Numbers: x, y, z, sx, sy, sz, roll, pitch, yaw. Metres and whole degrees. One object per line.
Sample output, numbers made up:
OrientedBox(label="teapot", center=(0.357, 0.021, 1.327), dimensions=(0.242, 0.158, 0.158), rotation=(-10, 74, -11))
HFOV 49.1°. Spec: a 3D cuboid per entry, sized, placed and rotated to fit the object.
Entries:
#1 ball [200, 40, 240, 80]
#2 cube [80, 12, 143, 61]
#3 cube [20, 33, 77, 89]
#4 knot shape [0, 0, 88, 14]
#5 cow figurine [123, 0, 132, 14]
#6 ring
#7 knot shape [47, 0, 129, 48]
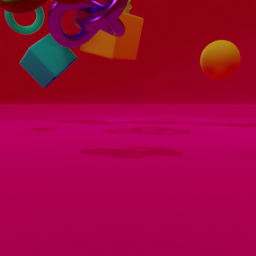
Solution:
OrientedBox(label="ball", center=(2.550, -1.881, 7.769), dimensions=(1.056, 1.056, 1.056), rotation=(0, 5, 0))
OrientedBox(label="cube", center=(-0.500, -2.893, 8.668), dimensions=(1.313, 1.313, 1.313), rotation=(22, 21, 27))
OrientedBox(label="cube", center=(-2.625, -2.225, 9.258), dimensions=(1.147, 1.147, 1.147), rotation=(-21, 26, 53))
OrientedBox(label="knot shape", center=(-1.020, -1.998, 3.156), dimensions=(1.304, 1.221, 0.603), rotation=(-9, 28, -1))
OrientedBox(label="cow figurine", center=(-0.115, -3.896, 10.364), dimensions=(1.456, 1.433, 0.799), rotation=(46, 30, 13))
OrientedBox(label="ring", center=(-3.240, -3.541, 8.815), dimensions=(1.181, 1.181, 0.236), rotation=(-3, 37, -32))
OrientedBox(label="knot shape", center=(-0.636, -2.381, 5.928), dimensions=(1.723, 0.851, 1.841), rotation=(-11, 8, 45))
